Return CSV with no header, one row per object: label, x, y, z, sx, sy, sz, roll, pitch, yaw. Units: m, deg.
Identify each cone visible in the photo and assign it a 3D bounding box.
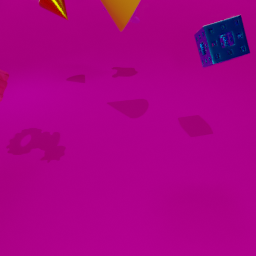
cone,-2.087,-3.639,8.547,0.875,0.872,0.872,53,44,-1
cone,-0.393,-2.941,5.772,1.337,1.332,1.332,27,28,-14

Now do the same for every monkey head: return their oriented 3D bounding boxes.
monkey head,-0.337,-4.093,9.587,1.213,1.016,1.687,-3,-2,43

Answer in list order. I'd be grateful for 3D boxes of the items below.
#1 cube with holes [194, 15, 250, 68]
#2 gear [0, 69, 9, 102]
cube with holes,1.845,-1.684,5.581,0.729,0.729,0.729,-17,6,1
gear,-2.846,-0.665,5.902,0.213,1.153,1.153,22,18,-33
